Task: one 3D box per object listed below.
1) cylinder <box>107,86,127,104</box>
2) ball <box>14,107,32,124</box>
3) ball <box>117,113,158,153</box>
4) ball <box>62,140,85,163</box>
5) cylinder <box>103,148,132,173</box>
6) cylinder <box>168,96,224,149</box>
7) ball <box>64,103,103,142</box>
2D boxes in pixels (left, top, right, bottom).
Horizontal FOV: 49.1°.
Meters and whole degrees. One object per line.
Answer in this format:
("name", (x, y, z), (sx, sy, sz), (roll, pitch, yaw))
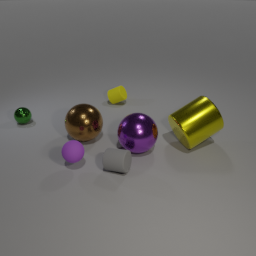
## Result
("cylinder", (-0.508, -1.583, 13.348), (0.700, 0.700, 0.700), (-17, 20, 27))
("ball", (-4.366, -0.519, 11.628), (0.700, 0.700, 0.700), (0, 28, 0))
("ball", (0.331, 0.171, 9.606), (1.400, 1.400, 1.400), (0, 28, 0))
("ball", (-1.702, 0.731, 8.683), (0.700, 0.700, 0.700), (0, 28, 0))
("cylinder", (-0.329, 0.998, 8.697), (0.700, 0.700, 0.700), (5, 28, 22))
("cylinder", (2.355, -0.196, 9.820), (1.400, 1.400, 1.400), (-32, 34, -5))
("ball", (-1.616, -0.200, 10.285), (1.400, 1.400, 1.400), (0, 28, 0))
